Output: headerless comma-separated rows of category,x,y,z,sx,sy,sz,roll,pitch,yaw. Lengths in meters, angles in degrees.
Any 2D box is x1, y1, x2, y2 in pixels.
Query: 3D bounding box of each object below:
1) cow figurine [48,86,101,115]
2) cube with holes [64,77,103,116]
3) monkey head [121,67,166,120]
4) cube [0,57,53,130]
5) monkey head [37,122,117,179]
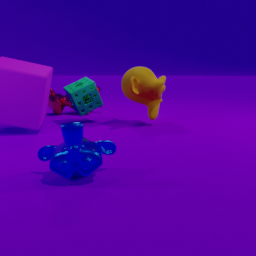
cow figurine,-1.967,-1.061,9.888,1.626,0.907,1.653,17,42,19
cube with holes,-1.289,-0.921,8.104,0.742,0.742,0.742,-29,31,-15
monkey head,0.376,-0.958,7.695,1.173,1.400,1.946,7,6,-3
cube,-2.657,-0.876,6.840,1.318,1.318,1.318,10,19,-12
monkey head,-0.725,0.280,3.901,1.156,0.832,0.697,-5,14,-6
